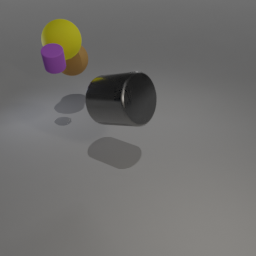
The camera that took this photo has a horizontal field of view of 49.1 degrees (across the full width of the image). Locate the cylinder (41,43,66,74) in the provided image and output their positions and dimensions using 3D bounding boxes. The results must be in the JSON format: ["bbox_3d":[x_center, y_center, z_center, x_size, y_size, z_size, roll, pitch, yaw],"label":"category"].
[{"bbox_3d":[-2.399,-2.238,9.046,0.700,0.700,0.700,1,54,-2],"label":"cylinder"}]

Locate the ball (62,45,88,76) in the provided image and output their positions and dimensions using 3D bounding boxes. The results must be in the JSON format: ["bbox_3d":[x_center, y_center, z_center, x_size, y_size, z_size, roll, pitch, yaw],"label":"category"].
[{"bbox_3d":[-2.365,-2.888,11.696,1.400,1.400,1.400,0,29,0],"label":"ball"}]

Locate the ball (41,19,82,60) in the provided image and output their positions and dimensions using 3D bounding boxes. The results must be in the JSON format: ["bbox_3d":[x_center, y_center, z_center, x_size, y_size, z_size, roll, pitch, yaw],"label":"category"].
[{"bbox_3d":[-2.373,-3.159,10.033,1.400,1.400,1.400,0,29,0],"label":"ball"}]

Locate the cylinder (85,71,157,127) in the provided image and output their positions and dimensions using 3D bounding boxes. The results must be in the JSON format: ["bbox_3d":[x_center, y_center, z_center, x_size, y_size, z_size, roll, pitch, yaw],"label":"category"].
[{"bbox_3d":[-0.182,-0.762,7.555,1.400,1.400,1.400,4,25,42],"label":"cylinder"}]
